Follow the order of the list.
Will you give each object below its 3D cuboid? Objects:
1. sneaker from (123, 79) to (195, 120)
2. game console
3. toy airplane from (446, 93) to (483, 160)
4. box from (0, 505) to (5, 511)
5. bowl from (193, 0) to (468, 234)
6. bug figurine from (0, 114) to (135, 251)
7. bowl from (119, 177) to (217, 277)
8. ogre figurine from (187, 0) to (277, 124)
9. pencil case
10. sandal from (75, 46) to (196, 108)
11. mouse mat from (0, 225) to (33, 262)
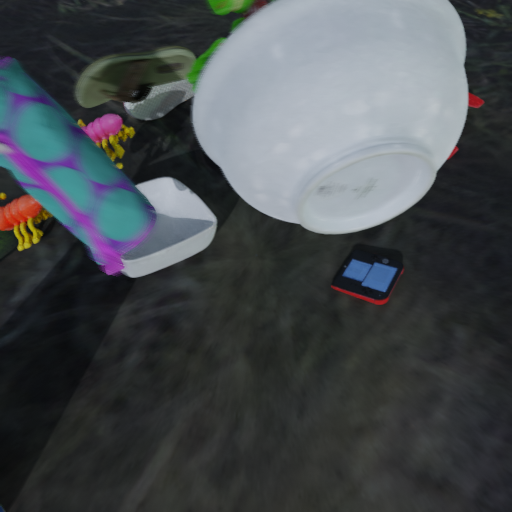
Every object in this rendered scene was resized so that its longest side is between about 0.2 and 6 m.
[{"bbox_3d":[-2.432,-3.815,12.766,1.211,0.872,2.316,25,42,23],"label":"sneaker"},{"bbox_3d":[1.740,0.303,8.659,0.878,0.154,0.993,21,45,21],"label":"game console"},{"bbox_3d":[3.616,-3.183,12.265,3.124,0.575,3.124,1,43,0],"label":"toy airplane"},{"bbox_3d":[-3.910,3.388,4.165,1.362,1.484,4.236,12,43,14],"label":"box"},{"bbox_3d":[0.974,-1.206,6.037,3.130,3.130,1.407,-10,63,-11],"label":"bowl"},{"bbox_3d":[-3.366,-1.552,9.822,2.401,0.797,3.097,-22,35,19],"label":"bug figurine"},{"bbox_3d":[-1.717,-0.416,9.077,1.809,0.676,1.811,-25,48,-25],"label":"bowl"},{"bbox_3d":[-0.011,-2.995,7.595,1.616,2.696,1.323,-10,10,-44],"label":"ogre figurine"},{"bbox_3d":[-2.227,-0.957,6.325,1.023,2.405,1.111,-27,34,24],"label":"pencil case"},{"bbox_3d":[-1.943,-2.881,9.159,2.062,0.819,0.588,-18,66,-6],"label":"sandal"},{"bbox_3d":[-4.870,-0.094,9.177,1.650,0.077,2.050,19,46,20],"label":"mouse mat"}]
